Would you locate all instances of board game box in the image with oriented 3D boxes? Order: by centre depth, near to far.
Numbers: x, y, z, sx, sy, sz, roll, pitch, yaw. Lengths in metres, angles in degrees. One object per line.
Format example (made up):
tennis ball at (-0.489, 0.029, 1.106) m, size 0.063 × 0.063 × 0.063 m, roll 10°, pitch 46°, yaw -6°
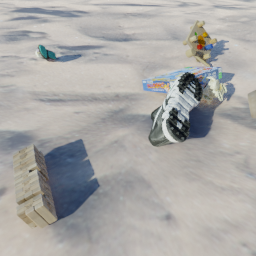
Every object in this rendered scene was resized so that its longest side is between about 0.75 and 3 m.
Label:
board game box at (1.702, -1.529, 8.747) m, size 2.114 × 0.364 × 1.431 m, roll -22°, pitch 23°, yaw -33°

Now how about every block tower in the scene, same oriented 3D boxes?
block tower at (-1.788, 1.014, 5.244) m, size 0.484 × 0.518 × 1.791 m, roll -28°, pitch 38°, yaw -5°

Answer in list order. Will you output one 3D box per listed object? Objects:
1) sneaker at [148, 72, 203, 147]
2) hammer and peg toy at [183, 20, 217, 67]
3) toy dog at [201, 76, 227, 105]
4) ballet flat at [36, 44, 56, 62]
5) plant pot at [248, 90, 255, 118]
sneaker at (1.091, -0.468, 6.879) m, size 0.824 × 1.123 × 2.481 m, roll 41°, pitch 48°, yaw -15°
hammer and peg toy at (2.651, -3.042, 10.530) m, size 0.618 × 1.289 × 1.753 m, roll -10°, pitch 45°, yaw 51°
toy dog at (2.304, -1.055, 8.166) m, size 0.830 × 0.805 × 0.579 m, roll -14°, pitch 40°, yaw 45°
ballet flat at (-3.180, -2.762, 10.510) m, size 0.496 × 0.496 × 1.380 m, roll 7°, pitch 3°, yaw 9°
plant pot at (3.548, -0.651, 6.995) m, size 0.951 × 1.096 × 1.096 m, roll -10°, pitch 28°, yaw 28°
